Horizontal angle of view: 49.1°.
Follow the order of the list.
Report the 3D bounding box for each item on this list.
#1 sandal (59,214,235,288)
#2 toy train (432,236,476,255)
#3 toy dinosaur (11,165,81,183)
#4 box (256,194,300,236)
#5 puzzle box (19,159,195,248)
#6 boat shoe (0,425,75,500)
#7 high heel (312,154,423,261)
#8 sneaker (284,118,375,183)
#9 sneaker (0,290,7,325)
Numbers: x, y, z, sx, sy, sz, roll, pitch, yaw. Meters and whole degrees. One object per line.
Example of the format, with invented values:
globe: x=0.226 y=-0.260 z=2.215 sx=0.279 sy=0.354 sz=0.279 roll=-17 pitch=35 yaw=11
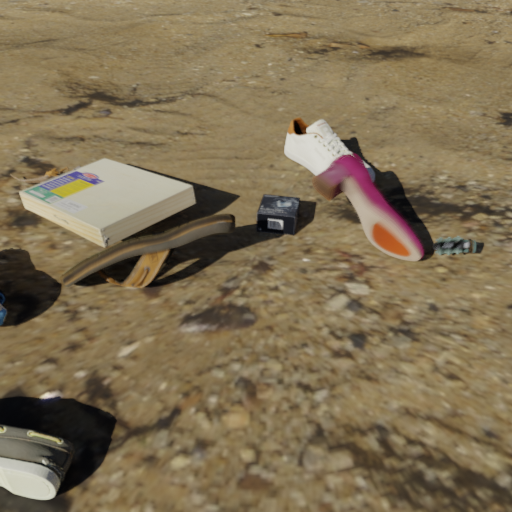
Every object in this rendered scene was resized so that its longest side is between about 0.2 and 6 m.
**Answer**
sandal: x=-1.986 y=0.060 z=10.647 sx=3.490 sy=0.952 sz=1.426 roll=-18 pitch=6 yaw=-8
toy train: x=4.011 y=-0.189 z=11.340 sx=0.493 sy=0.369 sz=0.865 roll=5 pitch=-4 yaw=-28
toy dinosaur: x=-5.152 y=-1.891 z=13.861 sx=1.697 sy=0.513 sz=0.901 roll=-11 pitch=12 yaw=-19
box: x=0.492 y=-0.921 z=12.415 sx=0.849 sy=0.507 sz=0.863 roll=7 pitch=36 yaw=8
puzzle box: x=-3.371 y=-1.310 z=12.483 sx=3.570 sy=0.454 sz=2.375 roll=22 pitch=42 yaw=41
boat shoe: x=-3.635 y=2.572 z=7.533 sx=2.368 sy=0.846 sz=0.708 roll=13 pitch=39 yaw=7
high heel: x=2.608 y=-1.127 z=11.688 sx=1.371 sy=0.962 sz=2.853 roll=-36 pitch=71 yaw=-27
sneaker: x=1.801 y=-2.698 z=14.210 sx=1.040 sy=1.209 sz=2.855 roll=-29 pitch=47 yaw=-35
sneaker: x=-5.158 y=0.597 z=10.265 sx=0.915 sy=0.907 sz=2.525 roll=25 pitch=10 yaw=-38
